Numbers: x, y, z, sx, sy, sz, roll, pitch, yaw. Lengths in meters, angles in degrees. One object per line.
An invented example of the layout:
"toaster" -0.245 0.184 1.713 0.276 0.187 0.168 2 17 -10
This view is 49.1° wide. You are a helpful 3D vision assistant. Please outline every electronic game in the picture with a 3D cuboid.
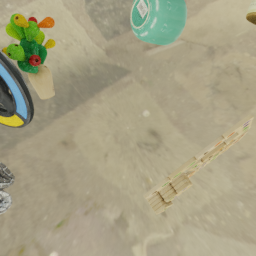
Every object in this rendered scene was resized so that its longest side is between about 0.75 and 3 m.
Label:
"electronic game" -2.231 -0.708 4.445 1.774 1.774 0.369 27 51 12

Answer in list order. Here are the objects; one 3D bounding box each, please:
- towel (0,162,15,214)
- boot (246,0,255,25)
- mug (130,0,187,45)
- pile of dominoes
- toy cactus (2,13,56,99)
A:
"towel" -2.770 0.759 3.648 1.617 1.952 0.836 -14 65 30
"boot" 2.134 -1.875 4.179 0.952 0.343 0.736 5 95 -39
"mug" 0.348 -1.677 4.226 0.581 0.940 0.773 -3 104 -36
"pile of dominoes" 1.154 0.627 4.262 1.905 1.485 0.303 -40 69 12
"toy cactus" -1.812 -1.446 5.636 1.051 1.696 2.056 -18 28 -8
